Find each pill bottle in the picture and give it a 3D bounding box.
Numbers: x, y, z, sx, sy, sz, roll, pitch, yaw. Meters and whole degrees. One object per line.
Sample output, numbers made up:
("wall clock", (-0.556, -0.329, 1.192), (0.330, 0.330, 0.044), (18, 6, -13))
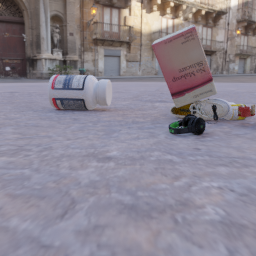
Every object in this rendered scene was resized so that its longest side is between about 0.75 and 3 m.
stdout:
("pill bottle", (-2.155, -1.640, 12.965), (2.664, 1.593, 1.593), (3, 12, 9))
("pill bottle", (3.849, -0.590, 10.286), (1.010, 0.566, 0.566), (-2, 12, -11))

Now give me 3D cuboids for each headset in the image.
("headset", (1.884, -0.208, 8.044), (1.487, 0.699, 0.918), (-12, 14, -7))

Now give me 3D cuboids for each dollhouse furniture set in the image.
("dollhouse furniture set", (4.299, -0.327, 8.683), (1.838, 0.747, 0.989), (2, 10, 37))

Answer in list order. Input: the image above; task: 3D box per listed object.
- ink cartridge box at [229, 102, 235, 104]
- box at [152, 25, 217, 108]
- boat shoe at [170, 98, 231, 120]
("ink cartridge box", (3.237, -0.811, 11.576), (2.440, 0.512, 1.456), (5, 12, 9))
("box", (2.009, -2.182, 9.921), (1.546, 2.418, 1.317), (-20, 17, 17))
("boat shoe", (2.492, -0.665, 10.077), (2.178, 0.805, 0.928), (5, 12, 35))
